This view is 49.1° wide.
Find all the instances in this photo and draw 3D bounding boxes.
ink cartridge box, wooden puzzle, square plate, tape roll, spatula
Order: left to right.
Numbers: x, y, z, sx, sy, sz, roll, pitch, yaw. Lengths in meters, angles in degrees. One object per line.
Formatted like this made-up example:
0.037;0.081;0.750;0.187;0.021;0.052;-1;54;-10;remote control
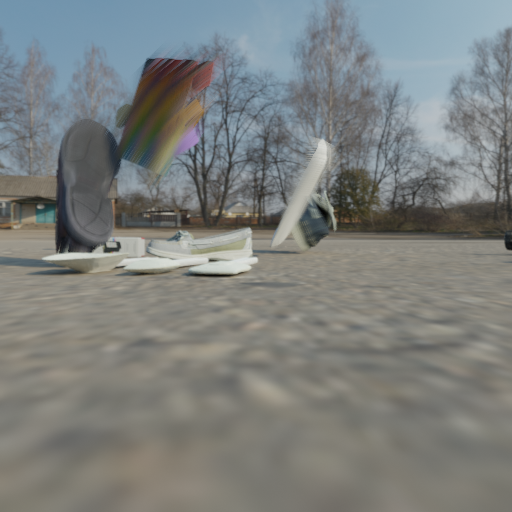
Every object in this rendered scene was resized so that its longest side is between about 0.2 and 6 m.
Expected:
-2.589;-0.162;10.483;0.891;0.369;0.649;0;2;0;ink cartridge box
-1.337;-1.911;7.552;0.175;1.480;2.495;14;9;-37;wooden puzzle
-1.003;0.051;6.764;2.031;0.235;2.921;-1;2;7;spatula
-1.823;-2.689;13.202;0.872;0.370;0.872;-23;21;10;tape roll
0.902;-1.244;10.979;0.290;2.022;2.041;26;19;1;square plate

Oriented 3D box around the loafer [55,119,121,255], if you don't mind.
-2.360;-0.911;7.483;0.859;2.390;0.753;25;-53;-34;loafer

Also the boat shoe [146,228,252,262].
-0.851;-0.182;8.571;1.665;0.534;0.613;0;2;-19;boat shoe

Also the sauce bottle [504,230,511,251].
5.940;-0.309;10.845;2.087;0.675;0.675;-1;1;41;sauce bottle

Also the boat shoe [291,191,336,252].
1.391;-0.913;13.067;0.824;0.998;2.666;-24;10;18;boat shoe
